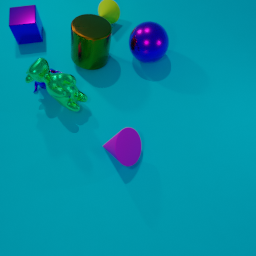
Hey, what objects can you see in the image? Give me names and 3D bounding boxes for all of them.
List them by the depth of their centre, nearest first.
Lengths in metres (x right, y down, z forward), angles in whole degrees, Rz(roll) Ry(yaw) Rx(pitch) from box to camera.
[{"bbox_3d":[-0.369,0.538,8.181,1.095,1.091,1.091,-2,56,42],"label":"cone"},{"bbox_3d":[-2.254,-1.343,8.655,1.716,1.744,0.957,24,69,36],"label":"cow figurine"},{"bbox_3d":[-2.678,-1.560,9.254,1.265,0.787,0.620,-20,82,18],"label":"teapot"},{"bbox_3d":[-1.250,-2.871,9.398,1.320,1.320,1.320,5,55,-7],"label":"cylinder"},{"bbox_3d":[0.704,-2.900,9.518,1.366,1.366,1.366,0,64,0],"label":"ball"},{"bbox_3d":[-3.687,-3.743,10.182,0.938,0.938,0.938,-8,64,-4],"label":"cube"},{"bbox_3d":[-0.846,-4.164,10.266,0.894,0.894,0.898,17,38,8],"label":"cone"}]
